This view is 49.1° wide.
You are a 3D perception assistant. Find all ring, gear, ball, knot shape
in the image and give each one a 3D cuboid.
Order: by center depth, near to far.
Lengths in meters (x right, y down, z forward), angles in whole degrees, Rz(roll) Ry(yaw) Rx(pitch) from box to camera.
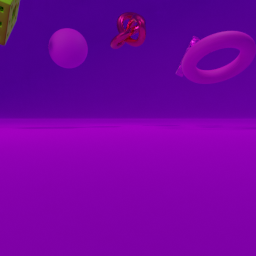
[{"bbox_3d":[2.497,-1.891,7.786,2.010,0.402,2.010,-6,-25,-3],"label":"ring"},{"bbox_3d":[-1.748,-2.320,8.194,1.123,1.123,1.123,0,2,0],"label":"ball"},{"bbox_3d":[-0.031,-3.150,9.288,1.411,1.508,0.697,-40,-48,19],"label":"knot shape"},{"bbox_3d":[1.984,-2.366,9.320,0.247,1.338,1.338,25,3,2],"label":"gear"}]

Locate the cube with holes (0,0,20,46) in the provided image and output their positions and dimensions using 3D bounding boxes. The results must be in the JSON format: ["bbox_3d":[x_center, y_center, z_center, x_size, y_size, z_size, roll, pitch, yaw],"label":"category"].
[{"bbox_3d":[-3.548,-3.159,7.113,1.250,1.250,1.250,17,-41,-19],"label":"cube with holes"}]
